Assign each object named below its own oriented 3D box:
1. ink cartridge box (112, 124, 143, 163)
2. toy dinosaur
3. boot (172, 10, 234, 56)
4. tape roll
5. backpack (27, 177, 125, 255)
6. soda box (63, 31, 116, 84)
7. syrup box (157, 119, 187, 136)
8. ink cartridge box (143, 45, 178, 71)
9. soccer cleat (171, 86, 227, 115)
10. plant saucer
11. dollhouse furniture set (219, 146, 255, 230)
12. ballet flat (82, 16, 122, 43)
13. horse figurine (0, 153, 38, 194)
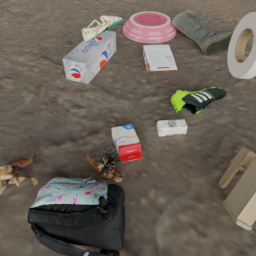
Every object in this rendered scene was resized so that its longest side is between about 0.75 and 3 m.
[{"bbox_3d":[-0.029,0.422,8.010,0.636,0.368,1.095,-12,45,-12],"label":"ink cartridge box"},{"bbox_3d":[-0.590,0.964,7.341,1.164,0.594,0.790,34,66,4],"label":"toy dinosaur"},{"bbox_3d":[3.660,-4.499,12.827,2.414,0.963,2.655,-16,48,-17],"label":"boot"},{"bbox_3d":[2.900,-1.958,6.732,0.284,1.556,1.556,6,42,-9],"label":"tape roll"},{"bbox_3d":[-1.034,1.792,5.851,1.928,1.609,1.220,2,23,7],"label":"backpack"},{"bbox_3d":[-1.434,-2.958,11.282,0.981,0.912,2.875,14,44,15],"label":"soda box"},{"bbox_3d":[1.327,-0.009,8.493,0.861,0.350,0.339,-5,43,-6],"label":"syrup box"},{"bbox_3d":[1.263,-2.673,11.288,1.097,0.507,2.014,-3,44,-3],"label":"ink cartridge box"},{"bbox_3d":[2.405,-0.892,9.325,2.050,0.692,0.831,-7,70,-16],"label":"soccer cleat"},{"bbox_3d":[1.066,-5.021,13.709,2.632,0.667,2.632,0,43,0],"label":"plant saucer"},{"bbox_3d":[3.719,1.914,6.223,2.798,1.366,2.386,29,12,-5],"label":"dollhouse furniture set"},{"bbox_3d":[-0.538,-2.097,5.715,0.976,0.312,0.369,-39,16,-22],"label":"ballet flat"},{"bbox_3d":[-3.115,1.419,6.708,1.448,0.546,2.186,16,51,40],"label":"horse figurine"}]
